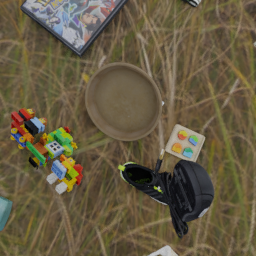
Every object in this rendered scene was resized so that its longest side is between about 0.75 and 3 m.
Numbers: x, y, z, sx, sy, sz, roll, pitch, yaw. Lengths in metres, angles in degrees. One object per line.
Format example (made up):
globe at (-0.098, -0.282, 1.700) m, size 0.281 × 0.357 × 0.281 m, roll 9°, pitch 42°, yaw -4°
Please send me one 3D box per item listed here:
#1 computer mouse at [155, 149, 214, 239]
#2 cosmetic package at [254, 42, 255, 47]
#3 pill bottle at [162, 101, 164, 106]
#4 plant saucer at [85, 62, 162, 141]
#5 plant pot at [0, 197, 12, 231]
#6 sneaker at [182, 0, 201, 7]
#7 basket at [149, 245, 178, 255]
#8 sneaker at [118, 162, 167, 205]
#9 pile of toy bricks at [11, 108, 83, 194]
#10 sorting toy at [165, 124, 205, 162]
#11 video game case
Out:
computer mouse at (1.147, 1.080, 5.878) m, size 0.594 × 2.579 × 1.811 m, roll -13°, pitch 56°, yaw -9°
cosmetic package at (3.763, -2.110, 7.175) m, size 0.786 × 1.520 × 0.663 m, roll 45°, pitch 116°, yaw 2°
pill bottle at (0.403, -0.970, 9.029) m, size 1.454 × 0.816 × 0.816 m, roll 34°, pitch 83°, yaw 5°
plant saucer at (-0.144, -0.788, 8.648) m, size 2.503 × 0.369 × 2.503 m, roll 8°, pitch 114°, yaw 17°
plant pot at (-4.031, 2.622, 8.650) m, size 0.641 × 0.641 × 0.907 m, roll 25°, pitch 76°, yaw 3°
sneaker at (2.148, -4.742, 9.830) m, size 1.020 × 0.385 × 0.587 m, roll 35°, pitch 75°, yaw -3°
basket at (0.823, 3.370, 6.514) m, size 0.818 × 0.825 × 0.664 m, roll -39°, pitch 103°, yaw 21°
sneaker at (0.797, 1.754, 8.549) m, size 2.432 × 1.007 × 0.872 m, roll 21°, pitch 83°, yaw 3°
pile of toy bricks at (-2.320, 0.445, 8.720) m, size 2.850 × 1.581 × 1.407 m, roll 43°, pitch 45°, yaw 16°
sorting toy at (1.865, 0.507, 9.137) m, size 1.063 × 0.194 × 0.984 m, roll 24°, pitch 83°, yaw 4°
video game case at (-1.748, -4.285, 9.551) m, size 2.540 × 0.358 × 2.811 m, roll 38°, pitch 84°, yaw -3°
